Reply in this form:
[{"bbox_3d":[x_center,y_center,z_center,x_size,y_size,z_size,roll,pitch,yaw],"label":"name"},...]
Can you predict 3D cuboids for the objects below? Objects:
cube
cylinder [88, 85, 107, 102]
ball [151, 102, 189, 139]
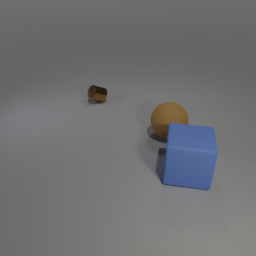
[{"bbox_3d":[1.858,0.833,8.547,1.400,1.400,1.400,6,31,9],"label":"cube"},{"bbox_3d":[-1.460,-1.640,13.371,0.700,0.700,0.700,10,20,-38],"label":"cylinder"},{"bbox_3d":[1.549,-0.282,10.462,1.400,1.400,1.400,0,30,0],"label":"ball"}]
